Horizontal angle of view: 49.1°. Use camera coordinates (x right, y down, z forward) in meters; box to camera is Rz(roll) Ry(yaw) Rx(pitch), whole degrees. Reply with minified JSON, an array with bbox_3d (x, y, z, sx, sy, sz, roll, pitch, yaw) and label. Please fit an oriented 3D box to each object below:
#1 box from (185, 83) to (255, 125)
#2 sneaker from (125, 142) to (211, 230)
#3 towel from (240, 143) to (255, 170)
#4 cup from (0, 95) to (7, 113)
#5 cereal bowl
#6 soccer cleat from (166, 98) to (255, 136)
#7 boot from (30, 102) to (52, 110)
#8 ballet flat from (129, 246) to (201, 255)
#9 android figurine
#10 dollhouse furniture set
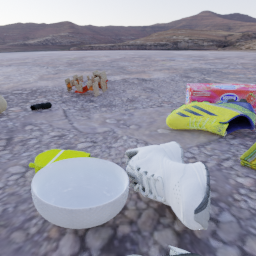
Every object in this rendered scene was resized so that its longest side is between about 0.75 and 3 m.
[{"bbox_3d":[3.489,-0.909,10.320,2.610,1.301,1.246,1,19,2],"label":"box"},{"bbox_3d":[0.642,1.009,5.211,1.274,1.090,2.926,-1,9,-8],"label":"sneaker"},{"bbox_3d":[4.042,0.768,6.179,1.201,0.252,2.790,-37,30,-27],"label":"towel"},{"bbox_3d":[-5.307,-0.957,11.235,0.987,0.987,0.706,10,-3,27],"label":"cup"},{"bbox_3d":[-0.837,1.218,5.080,1.733,0.722,1.733,2,21,-1],"label":"cereal bowl"},{"bbox_3d":[2.668,-0.246,9.090,2.832,0.916,1.184,-7,54,9],"label":"soccer cleat"},{"bbox_3d":[-3.711,-0.915,11.895,0.775,0.287,0.635,4,16,33],"label":"boot"},{"bbox_3d":[0.450,1.831,3.597,1.825,0.621,0.624,0,10,0],"label":"ballet flat"},{"bbox_3d":[-1.530,0.875,6.697,1.619,0.332,1.474,4,20,9],"label":"android figurine"},{"bbox_3d":[-1.994,-2.311,15.260,2.107,1.086,2.085,13,34,33],"label":"dollhouse furniture set"}]
